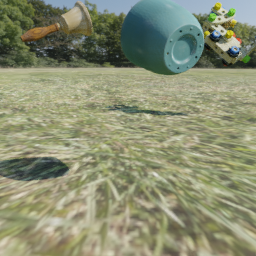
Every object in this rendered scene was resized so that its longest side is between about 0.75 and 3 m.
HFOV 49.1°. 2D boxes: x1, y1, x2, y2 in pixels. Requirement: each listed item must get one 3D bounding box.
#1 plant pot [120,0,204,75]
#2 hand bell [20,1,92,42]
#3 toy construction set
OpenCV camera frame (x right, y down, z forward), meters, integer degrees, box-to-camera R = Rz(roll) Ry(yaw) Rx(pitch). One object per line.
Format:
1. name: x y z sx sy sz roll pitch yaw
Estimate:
1. plant pot: 0.489 -1.097 3.542 0.944 0.944 0.758 -8 35 -28
2. hand bell: -1.030 -1.385 3.911 0.950 0.495 0.495 -28 25 -21
3. toy construction set: 3.121 -2.716 8.263 1.508 1.059 2.299 -37 59 -19
